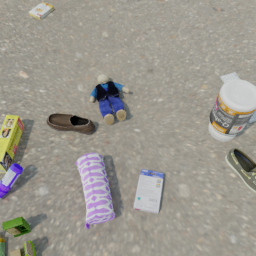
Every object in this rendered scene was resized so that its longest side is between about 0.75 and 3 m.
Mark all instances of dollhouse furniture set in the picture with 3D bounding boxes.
[{"bbox_3d":[-3.784,3.554,8.171,1.811,0.909,1.186,-16,58,-10],"label":"dollhouse furniture set"}]

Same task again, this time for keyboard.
[{"bbox_3d":[4.803,-1.346,11.838,0.731,0.139,2.599,-13,58,-8],"label":"keyboard"}]

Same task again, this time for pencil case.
[{"bbox_3d":[-1.125,1.948,9.172,1.008,0.989,2.358,-21,57,6],"label":"pencil case"}]

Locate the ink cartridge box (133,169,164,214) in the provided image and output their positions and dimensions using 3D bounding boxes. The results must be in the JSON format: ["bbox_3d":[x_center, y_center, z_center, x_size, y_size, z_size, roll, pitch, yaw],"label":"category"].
[{"bbox_3d":[0.713,2.126,9.484,0.830,0.292,1.390,10,60,6],"label":"ink cartridge box"}]

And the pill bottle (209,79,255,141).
[{"bbox_3d":[3.683,-0.534,10.016,1.329,2.283,1.329,0,57,0],"label":"pill bottle"}]

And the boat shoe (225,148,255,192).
[{"bbox_3d":[4.254,1.512,9.693,0.711,0.595,1.991,-32,62,-19],"label":"boat shoe"}]

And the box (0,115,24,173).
[{"bbox_3d":[-4.415,0.560,10.232,0.514,0.772,2.050,4,56,2],"label":"box"}]

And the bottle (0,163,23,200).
[{"bbox_3d":[-4.034,1.808,9.375,0.414,0.530,1.268,35,89,-17],"label":"bottle"}]

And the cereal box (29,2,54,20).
[{"bbox_3d":[-4.638,-6.288,15.011,0.798,0.219,1.110,29,61,18],"label":"cereal box"}]

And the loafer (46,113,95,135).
[{"bbox_3d":[-2.219,-0.289,10.812,1.944,0.690,0.710,8,57,5],"label":"loafer"}]

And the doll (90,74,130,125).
[{"bbox_3d":[-0.746,-1.319,11.531,1.719,0.610,2.519,-19,52,-3],"label":"doll"}]
